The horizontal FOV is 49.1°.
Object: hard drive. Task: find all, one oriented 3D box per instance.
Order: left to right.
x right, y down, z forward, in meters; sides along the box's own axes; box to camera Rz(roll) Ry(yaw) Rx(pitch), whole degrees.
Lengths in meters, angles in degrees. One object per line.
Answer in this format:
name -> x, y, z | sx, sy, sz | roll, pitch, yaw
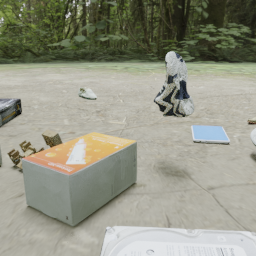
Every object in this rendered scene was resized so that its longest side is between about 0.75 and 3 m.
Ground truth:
hard drive -> 0.741, 1.815, 3.311 | 2.243, 0.424, 1.567 | 2, 17, 4

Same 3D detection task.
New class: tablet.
tablet -> 2.683, 0.192, 9.286 | 1.100, 0.115, 1.691 | 3, 16, 10

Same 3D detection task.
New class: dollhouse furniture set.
dollhouse furniture set -> -2.164, 0.710, 6.990 | 1.013, 0.768, 1.156 | 13, 43, 38

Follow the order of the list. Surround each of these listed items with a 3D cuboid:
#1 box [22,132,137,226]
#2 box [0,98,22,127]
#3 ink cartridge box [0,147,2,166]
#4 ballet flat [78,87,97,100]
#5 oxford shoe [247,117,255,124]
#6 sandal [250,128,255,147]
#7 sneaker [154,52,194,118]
box -> -0.848, 0.853, 5.540 | 1.235, 0.967, 1.985 | 10, 19, 32
box -> -5.710, -0.598, 10.961 | 2.161, 0.659, 2.728 | 0, 17, 0
ink cartridge box -> -3.863, 0.774, 6.442 | 1.060, 0.612, 1.451 | 7, 18, 21
ballet flat -> -2.356, -2.004, 15.888 | 0.603, 0.603, 1.738 | -12, 21, -36
oxford shoe -> 4.975, -0.381, 10.771 | 0.985, 0.363, 0.349 | -9, 19, -27
sandal -> 3.932, 0.721, 6.854 | 0.957, 0.578, 2.353 | -21, 35, -14
sneaker -> 0.912, -0.925, 6.501 | 0.593, 1.486, 0.967 | -23, 7, -41
